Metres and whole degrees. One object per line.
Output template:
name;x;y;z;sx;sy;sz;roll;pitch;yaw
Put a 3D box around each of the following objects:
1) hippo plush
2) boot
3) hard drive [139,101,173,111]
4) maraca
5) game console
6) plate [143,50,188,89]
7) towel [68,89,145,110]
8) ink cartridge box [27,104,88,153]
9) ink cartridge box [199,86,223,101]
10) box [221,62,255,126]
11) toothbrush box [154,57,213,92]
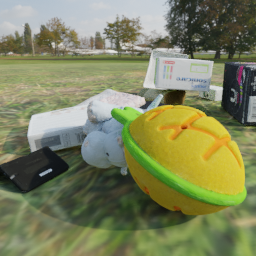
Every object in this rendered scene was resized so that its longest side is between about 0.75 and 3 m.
hippo plush;-0.174;0.328;5.753;1.810;1.441;1.455;-1;42;9
boot;1.482;-1.372;12.081;1.545;0.723;1.988;10;17;36
hard drive;0.408;-0.535;9.537;2.286;0.484;1.542;-11;19;-33
maraca;0.698;0.296;4.491;1.873;1.461;2.732;17;19;-29
game console;-1.929;0.846;5.368;1.029;0.681;1.170;38;29;15
plate;1.860;-2.916;14.225;1.987;1.983;0.321;3;31;-19
towel;-0.886;-0.594;8.822;2.189;0.353;2.091;-30;29;-24
ink cartridge box;-1.653;-0.064;7.466;1.818;0.537;2.271;-13;18;-13
ink cartridge box;4.175;-1.693;13.538;0.928;0.536;1.270;-6;17;-21
box;4.435;-1.307;9.774;1.590;1.832;2.997;1;16;4
toothbrush box;2.122;-2.234;11.484;2.008;1.187;2.758;5;15;3
